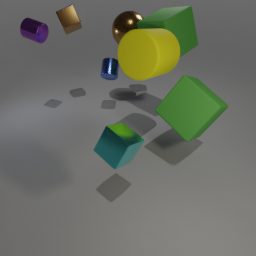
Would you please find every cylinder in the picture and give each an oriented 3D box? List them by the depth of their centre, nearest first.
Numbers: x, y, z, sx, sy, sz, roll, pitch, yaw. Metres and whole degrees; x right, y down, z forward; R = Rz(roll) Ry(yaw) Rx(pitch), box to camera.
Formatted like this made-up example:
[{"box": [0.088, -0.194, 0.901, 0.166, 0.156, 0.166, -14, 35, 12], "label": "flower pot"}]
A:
[{"box": [0.631, -2.211, 8.329, 1.400, 1.400, 1.400, 20, 28, 29], "label": "cylinder"}, {"box": [-3.276, -3.416, 9.825, 0.700, 0.700, 0.700, 23, 37, 12], "label": "cylinder"}, {"box": [-0.733, -2.391, 11.397, 0.700, 0.700, 0.700, 5, -12, 1], "label": "cylinder"}]

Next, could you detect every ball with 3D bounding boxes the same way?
[{"box": [0.063, -3.844, 10.994, 1.400, 1.400, 1.400, 0, 32, 0], "label": "ball"}]

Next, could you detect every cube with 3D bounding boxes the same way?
[{"box": [-0.202, 0.384, 6.272, 0.700, 0.700, 0.700, 39, 26, 20], "label": "cube"}, {"box": [1.967, -0.609, 8.584, 1.400, 1.400, 1.400, 46, 24, 17], "label": "cube"}, {"box": [1.425, -3.353, 9.969, 1.400, 1.400, 1.400, -37, 35, -25], "label": "cube"}, {"box": [-2.254, -4.147, 10.764, 0.700, 0.700, 0.700, -25, 1, -3], "label": "cube"}]
